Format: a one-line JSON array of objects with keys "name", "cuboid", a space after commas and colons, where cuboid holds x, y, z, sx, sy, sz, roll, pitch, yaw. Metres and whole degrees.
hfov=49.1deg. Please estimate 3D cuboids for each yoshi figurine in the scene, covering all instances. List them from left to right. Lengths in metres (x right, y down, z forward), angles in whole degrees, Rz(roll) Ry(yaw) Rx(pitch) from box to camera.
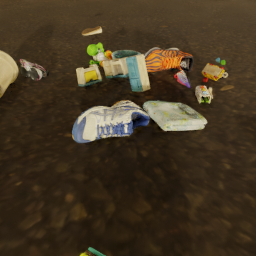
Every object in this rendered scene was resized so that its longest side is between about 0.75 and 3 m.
[{"name": "yoshi figurine", "cuboid": [-1.412, -3.466, 13.220, 1.002, 0.998, 1.782, -22, 35, -20]}]

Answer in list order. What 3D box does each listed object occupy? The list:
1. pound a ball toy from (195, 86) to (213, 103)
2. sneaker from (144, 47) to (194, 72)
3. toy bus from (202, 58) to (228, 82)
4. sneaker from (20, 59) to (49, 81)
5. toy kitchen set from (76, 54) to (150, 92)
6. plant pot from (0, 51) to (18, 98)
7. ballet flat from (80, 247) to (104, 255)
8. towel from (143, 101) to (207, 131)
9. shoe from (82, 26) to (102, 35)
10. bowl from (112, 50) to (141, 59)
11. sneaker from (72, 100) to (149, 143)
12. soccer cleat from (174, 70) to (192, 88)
[{"name": "pound a ball toy", "cuboid": [2.837, -1.279, 10.186, 0.630, 0.410, 0.966, 1, 32, 1]}, {"name": "sneaker", "cuboid": [1.910, -2.957, 12.305, 2.637, 1.023, 1.477, -25, 38, -34]}, {"name": "toy bus", "cuboid": [3.631, -2.254, 11.624, 1.005, 0.550, 1.065, -18, 58, 28]}, {"name": "sneaker", "cuboid": [-4.014, -2.472, 12.025, 1.693, 0.680, 0.731, 36, 35, 31]}, {"name": "toy kitchen set", "cuboid": [-0.629, -1.890, 10.753, 1.798, 1.322, 2.244, -24, 19, -32]}, {"name": "plant pot", "cuboid": [-4.973, -1.825, 10.221, 1.576, 1.576, 1.443, -3, 43, -5]}, {"name": "ballet flat", "cuboid": [0.258, 2.546, 3.830, 2.565, 0.857, 0.860, 14, 56, 26]}, {"name": "towel", "cuboid": [1.416, -0.397, 8.536, 1.593, 0.384, 1.364, -3, 29, -27]}, {"name": "shoe", "cuboid": [-1.559, -4.151, 12.116, 0.906, 0.242, 0.317, -9, 59, 15]}, {"name": "bowl", "cuboid": [-0.066, -2.931, 12.522, 1.360, 0.711, 1.360, 2, 32, -1]}, {"name": "sneaker", "cuboid": [-0.405, -0.153, 7.920, 2.389, 0.899, 1.053, -27, 40, -35]}, {"name": "soccer cleat", "cuboid": [2.239, -1.914, 11.309, 0.441, 0.411, 1.205, -26, 38, 8]}]
